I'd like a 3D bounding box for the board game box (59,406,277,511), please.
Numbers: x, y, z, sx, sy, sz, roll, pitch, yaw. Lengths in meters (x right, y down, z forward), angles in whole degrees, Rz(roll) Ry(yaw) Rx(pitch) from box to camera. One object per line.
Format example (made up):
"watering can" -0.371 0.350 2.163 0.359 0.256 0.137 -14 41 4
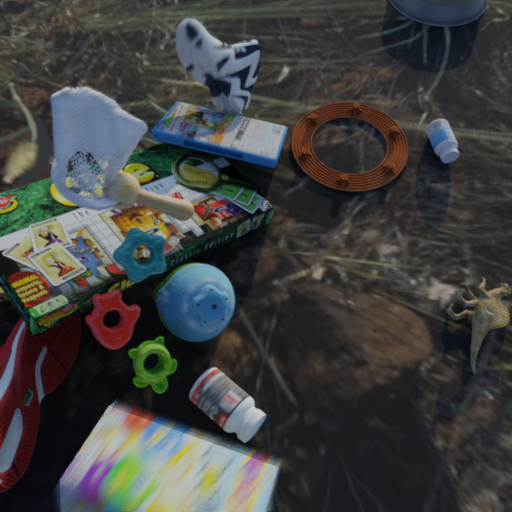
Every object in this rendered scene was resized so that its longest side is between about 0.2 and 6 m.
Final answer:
"board game box" -0.987 2.801 6.396 2.128 1.116 1.096 17 35 8

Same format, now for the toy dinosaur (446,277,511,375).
"toy dinosaur" 3.345 0.863 8.390 0.834 0.480 1.649 29 64 15

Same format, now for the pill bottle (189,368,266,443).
"pill bottle" -0.385 2.034 7.635 0.984 0.570 0.570 36 66 20

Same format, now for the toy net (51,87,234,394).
"toy net" -1.745 -0.214 7.415 2.058 0.758 3.923 -36 109 -22

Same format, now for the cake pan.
"cake pan" 4.078 -5.998 12.484 2.249 0.412 2.249 0 60 0

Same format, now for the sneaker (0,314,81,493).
"sneaker" -3.630 1.645 7.549 1.722 1.168 2.981 -7 39 15

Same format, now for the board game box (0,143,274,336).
"board game box" -1.940 -0.608 8.570 4.204 0.493 2.202 -28 61 -35

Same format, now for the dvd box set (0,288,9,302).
"dvd box set" -3.472 0.032 8.960 1.800 0.265 1.317 -10 57 -5

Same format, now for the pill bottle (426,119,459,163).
"pill bottle" 3.396 -2.074 10.160 0.413 0.413 0.759 -8 60 -4

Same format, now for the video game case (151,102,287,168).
"video game case" -0.587 -2.173 9.896 2.136 0.190 1.529 14 35 2

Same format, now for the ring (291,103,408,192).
"ring" 1.718 -2.080 10.289 2.148 0.206 2.148 0 60 -1

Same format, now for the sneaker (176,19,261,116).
"sneaker" -0.563 -3.703 10.164 0.813 2.037 1.325 7 62 42
